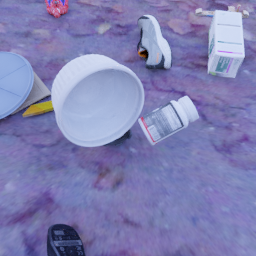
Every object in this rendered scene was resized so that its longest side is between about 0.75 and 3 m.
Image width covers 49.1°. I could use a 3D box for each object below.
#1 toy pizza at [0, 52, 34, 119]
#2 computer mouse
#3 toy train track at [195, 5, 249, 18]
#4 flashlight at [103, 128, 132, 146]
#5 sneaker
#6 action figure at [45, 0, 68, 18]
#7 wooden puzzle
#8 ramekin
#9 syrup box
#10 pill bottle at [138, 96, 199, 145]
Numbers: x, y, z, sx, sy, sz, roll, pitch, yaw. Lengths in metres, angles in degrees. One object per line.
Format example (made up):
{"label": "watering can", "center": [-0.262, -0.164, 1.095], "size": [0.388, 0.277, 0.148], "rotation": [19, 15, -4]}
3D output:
{"label": "toy pizza", "center": [-4.218, -1.288, 8.862], "size": [2.645, 0.419, 2.645], "rotation": [-3, 64, 6]}
{"label": "computer mouse", "center": [-1.310, 2.803, 5.287], "size": [0.495, 1.510, 2.151], "rotation": [-55, 51, 16]}
{"label": "toy train track", "center": [3.892, -4.796, 11.518], "size": [2.154, 0.350, 1.235], "rotation": [3, 55, 3]}
{"label": "flashlight", "center": [-0.679, -0.889, 8.474], "size": [1.009, 1.013, 2.980], "rotation": [23, 39, -40]}
{"label": "sneaker", "center": [0.734, -3.113, 10.014], "size": [1.036, 0.966, 2.613], "rotation": [-15, 57, -5]}
{"label": "action figure", "center": [-3.056, -5.667, 11.927], "size": [0.981, 0.775, 2.999], "rotation": [-7, 58, -7]}
{"label": "wooden puzzle", "center": [-3.433, -1.151, 9.072], "size": [1.627, 0.282, 2.412], "rotation": [-24, 58, -20]}
{"label": "ramekin", "center": [-0.760, -0.694, 6.452], "size": [2.063, 2.063, 1.083], "rotation": [-24, 47, -16]}
{"label": "syrup box", "center": [3.426, -3.003, 9.901], "size": [0.988, 0.955, 2.427], "rotation": [9, 57, 6]}
{"label": "pill bottle", "center": [0.926, -0.187, 6.433], "size": [1.239, 0.706, 0.706], "rotation": [-29, 58, 4]}
